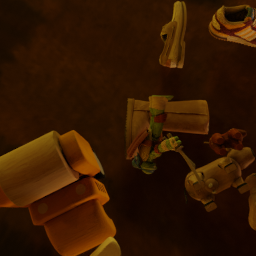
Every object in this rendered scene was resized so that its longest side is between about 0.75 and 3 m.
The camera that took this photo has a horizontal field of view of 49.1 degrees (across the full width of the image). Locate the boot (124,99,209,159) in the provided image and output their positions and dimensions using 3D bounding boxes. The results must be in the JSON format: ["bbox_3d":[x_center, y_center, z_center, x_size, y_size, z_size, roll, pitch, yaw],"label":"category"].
[{"bbox_3d":[0.950,-0.027,6.832,2.040,0.675,1.786,4,59,1],"label":"boot"}]

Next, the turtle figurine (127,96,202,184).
[{"bbox_3d":[0.888,0.159,5.818,1.685,1.213,1.634,4,95,32],"label":"turtle figurine"}]

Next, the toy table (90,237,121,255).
[{"bbox_3d":[-0.742,3.421,4.691,1.665,2.614,2.844,48,65,-4],"label":"toy table"}]

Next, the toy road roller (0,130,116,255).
[{"bbox_3d":[-1.150,1.361,5.308,1.619,2.634,1.923,-27,70,-1],"label":"toy road roller"}]

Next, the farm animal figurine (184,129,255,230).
[{"bbox_3d":[2.696,1.113,6.121,2.566,1.291,2.072,24,98,1],"label":"farm animal figurine"}]

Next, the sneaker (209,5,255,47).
[{"bbox_3d":[3.377,-2.823,7.667,2.129,0.959,0.798,4,75,-3],"label":"sneaker"}]

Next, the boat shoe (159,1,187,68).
[{"bbox_3d":[1.253,-2.651,7.835,0.667,0.729,1.951,4,78,5],"label":"boat shoe"}]
